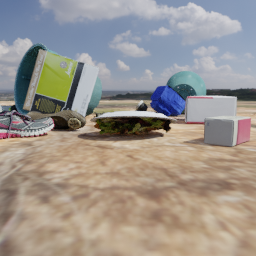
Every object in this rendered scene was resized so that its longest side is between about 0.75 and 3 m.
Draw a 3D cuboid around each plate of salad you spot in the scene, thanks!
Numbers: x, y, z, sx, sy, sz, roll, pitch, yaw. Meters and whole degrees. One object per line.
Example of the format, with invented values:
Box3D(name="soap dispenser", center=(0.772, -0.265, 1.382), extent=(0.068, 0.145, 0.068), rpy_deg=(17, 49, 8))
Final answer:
Box3D(name="plate of salad", center=(0.137, -0.069, 7.113), extent=(2.196, 0.527, 2.196), rpy_deg=(1, -5, 0))

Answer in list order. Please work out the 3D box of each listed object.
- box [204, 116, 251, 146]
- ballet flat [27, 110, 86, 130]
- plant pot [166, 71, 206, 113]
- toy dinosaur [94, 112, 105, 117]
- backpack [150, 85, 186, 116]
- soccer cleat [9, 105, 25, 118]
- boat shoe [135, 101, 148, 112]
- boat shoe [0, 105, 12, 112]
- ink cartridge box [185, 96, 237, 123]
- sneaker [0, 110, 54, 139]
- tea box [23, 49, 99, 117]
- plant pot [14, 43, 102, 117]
Box3D(name="box", center=(2.174, 0.041, 6.094), extent=(0.648, 0.552, 1.014), rpy_deg=(6, 9, 42))
Box3D(name="ballet flat", center=(-2.176, -0.174, 8.140), extent=(2.042, 0.688, 0.473), rpy_deg=(4, 37, 19))
Box3D(name="plant pot", center=(3.086, -1.871, 15.426), extent=(2.340, 2.340, 1.878), rpy_deg=(2, 18, 15))
Box3D(name="toy dinosaur", center=(-1.248, -0.556, 12.453), extent=(0.435, 0.327, 0.850), rpy_deg=(20, 9, 30))
Box3D(name="backpack", center=(1.931, -1.181, 13.487), extent=(1.521, 1.277, 1.236), rpy_deg=(32, 0, -20))
Box3D(name="soccer cleat", center=(-4.519, -0.711, 12.137), extent=(0.748, 0.623, 1.845), rpy_deg=(-2, 4, 4))
Box3D(name="boat shoe", center=(0.748, -0.978, 14.607), extent=(0.535, 0.656, 1.774), rpy_deg=(42, -7, 5))
Box3D(name="boat shoe", center=(-5.921, -0.886, 11.669), extent=(0.917, 0.936, 2.629), rpy_deg=(-7, 2, 36))
Box3D(name="ink cartridge box", center=(3.056, -0.732, 10.713), extent=(1.723, 0.974, 2.352), rpy_deg=(1, 7, 11))
Box3D(name="sneaker", center=(-2.706, -0.117, 6.891), extent=(1.829, 0.683, 0.738), rpy_deg=(-5, 9, -38))
Box3D(name="tea box", center=(-2.164, -1.288, 9.309), extent=(1.932, 1.964, 1.312), rpy_deg=(17, 3, -9))
Box3D(name="plant pot", center=(-2.825, -1.725, 11.875), extent=(2.888, 2.888, 2.829), rpy_deg=(7, -2, 45))
